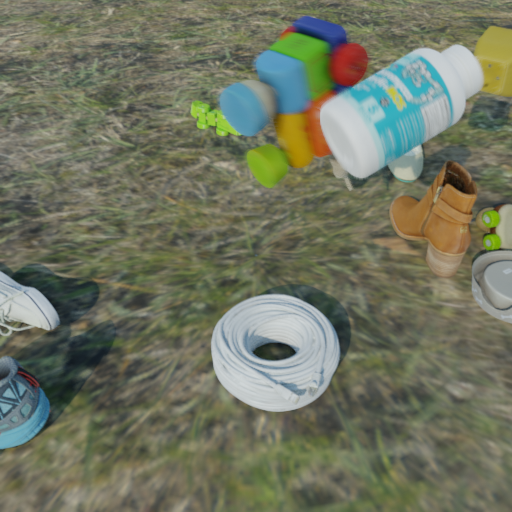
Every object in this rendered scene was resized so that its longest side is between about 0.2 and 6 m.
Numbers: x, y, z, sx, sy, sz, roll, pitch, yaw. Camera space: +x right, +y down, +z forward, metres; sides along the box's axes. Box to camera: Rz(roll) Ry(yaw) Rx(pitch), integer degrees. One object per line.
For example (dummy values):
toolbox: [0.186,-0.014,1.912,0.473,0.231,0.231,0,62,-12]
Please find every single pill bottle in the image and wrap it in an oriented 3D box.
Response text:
pill bottle: [1.115,-1.138,4.272,1.156,0.640,0.640,-32,45,-4]

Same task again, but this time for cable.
cable: [0.269,1.280,7.671,1.737,0.601,1.737,18,42,24]

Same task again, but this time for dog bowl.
dog bowl: [4.064,0.510,8.767,1.415,0.415,1.415,0,38,0]

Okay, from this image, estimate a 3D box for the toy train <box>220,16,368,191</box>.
toy train: [0.530,-1.280,6.577,1.462,2.526,1.069,-38,50,-17]

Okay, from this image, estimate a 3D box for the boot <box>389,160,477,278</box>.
boot: [2.969,-0.881,9.487,0.824,1.668,2.149,-4,39,-5]

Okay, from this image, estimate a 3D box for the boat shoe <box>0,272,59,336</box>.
boat shoe: [-3.697,0.769,8.260,1.767,0.653,0.753,23,44,29]

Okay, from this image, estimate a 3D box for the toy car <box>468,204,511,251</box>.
toy car: [4.227,-0.537,10.031,0.846,0.812,1.029,-10,11,-17]

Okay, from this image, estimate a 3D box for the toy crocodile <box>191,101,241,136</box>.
toy crocodile: [-0.947,-3.284,13.365,1.639,0.553,0.506,26,44,29]

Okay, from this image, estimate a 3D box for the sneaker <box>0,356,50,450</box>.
sneaker: [-3.867,1.773,6.534,2.589,1.237,1.027,-14,41,-17]

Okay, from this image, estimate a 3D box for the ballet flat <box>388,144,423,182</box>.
ballet flat: [3.256,-2.458,12.202,0.777,0.777,2.238,6,39,7]

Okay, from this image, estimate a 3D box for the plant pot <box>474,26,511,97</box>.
plant pot: [3.716,-2.911,8.598,0.847,0.842,0.867,28,50,31]
